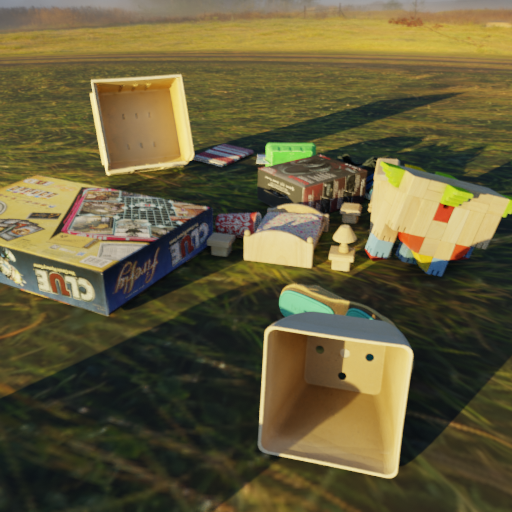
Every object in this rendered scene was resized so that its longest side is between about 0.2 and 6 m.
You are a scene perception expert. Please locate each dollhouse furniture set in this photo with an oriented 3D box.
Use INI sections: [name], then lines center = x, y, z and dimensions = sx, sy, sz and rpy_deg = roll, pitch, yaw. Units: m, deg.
[dollhouse furniture set]
center = 1.071, -1.148, 11.272
dimensions = 3.418, 1.669, 2.915
rpy_deg = 7, 26, 13

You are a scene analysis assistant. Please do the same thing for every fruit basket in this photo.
[fruit basket]
center = 0.954, -2.634, 15.549
dimensions = 1.890, 0.956, 2.040
rpy_deg = 0, 10, 0

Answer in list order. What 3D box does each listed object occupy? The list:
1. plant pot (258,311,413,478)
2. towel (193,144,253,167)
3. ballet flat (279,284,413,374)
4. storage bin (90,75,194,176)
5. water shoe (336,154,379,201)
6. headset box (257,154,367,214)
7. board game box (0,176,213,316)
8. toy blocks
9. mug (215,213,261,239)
[plant pot]
center = 0.936, 1.377, 6.438
dimensions = 1.501, 1.499, 1.329
rpy_deg = 7, 15, 13
[towel]
center = -0.982, -3.022, 16.905
dimensions = 1.153, 0.182, 1.600
rpy_deg = 18, 33, 29
[ballet flat]
center = 1.367, 0.941, 7.964
dimensions = 0.776, 0.845, 2.462
rpy_deg = -5, 24, -40
[storage bin]
center = -3.112, -3.527, 15.233
dimensions = 2.367, 2.350, 1.109
rpy_deg = -11, 4, -21
[water shoe]
center = 2.903, -1.886, 13.617
dimensions = 2.411, 0.952, 0.862
rpy_deg = 18, 31, 32
[headset box]
center = 1.219, -1.634, 13.176
dimensions = 2.228, 0.861, 1.658
rpy_deg = -17, 32, -33
[board game box]
center = -3.658, -0.448, 10.775
dimensions = 4.738, 0.820, 3.210
rpy_deg = 13, 28, 25
[toy blocks]
center = 3.154, -0.488, 9.950
dimensions = 2.579, 1.763, 1.289
rpy_deg = 10, 23, -17
[mug]
center = -0.345, -0.570, 11.558
dimensions = 0.851, 0.756, 0.568
rpy_deg = 3, 63, 15
